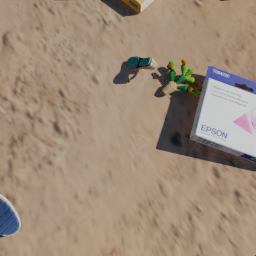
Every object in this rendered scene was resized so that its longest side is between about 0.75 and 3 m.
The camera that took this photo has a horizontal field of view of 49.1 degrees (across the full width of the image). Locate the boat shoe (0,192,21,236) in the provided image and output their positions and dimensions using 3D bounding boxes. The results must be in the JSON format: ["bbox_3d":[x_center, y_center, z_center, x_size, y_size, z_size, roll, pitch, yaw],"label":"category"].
[{"bbox_3d":[-3.844,1.932,7.733,0.866,0.868,2.397,-40,102,-9],"label":"boat shoe"}]

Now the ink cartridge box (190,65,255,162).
[{"bbox_3d":[3.503,-0.495,8.610,2.677,0.590,2.727,19,73,-2],"label":"ink cartridge box"}]

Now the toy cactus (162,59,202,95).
[{"bbox_3d":[1.671,-1.518,9.137,1.239,0.768,1.502,-38,84,-2],"label":"toy cactus"}]

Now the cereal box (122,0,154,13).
[{"bbox_3d":[0.629,-5.842,10.624,1.975,0.542,2.745,40,76,12],"label":"cereal box"}]

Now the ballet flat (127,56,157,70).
[{"bbox_3d":[0.475,-2.084,9.225,0.452,1.344,0.457,19,94,-36],"label":"ballet flat"}]
